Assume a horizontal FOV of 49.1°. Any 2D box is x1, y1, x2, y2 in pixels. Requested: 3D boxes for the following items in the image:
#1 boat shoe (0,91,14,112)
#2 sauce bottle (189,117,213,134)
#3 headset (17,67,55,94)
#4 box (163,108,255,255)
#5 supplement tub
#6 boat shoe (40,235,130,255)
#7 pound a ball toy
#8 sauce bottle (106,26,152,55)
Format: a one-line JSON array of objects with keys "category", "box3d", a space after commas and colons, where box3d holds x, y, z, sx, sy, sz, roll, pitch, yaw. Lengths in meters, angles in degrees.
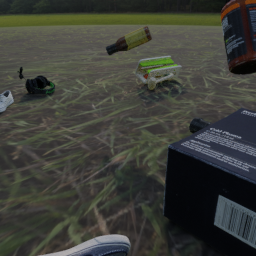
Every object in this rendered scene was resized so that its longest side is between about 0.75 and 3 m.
[{"category": "boat shoe", "box3d": [-4.718, -0.998, 10.431, 0.547, 0.500, 1.521, 3, 25, 6]}, {"category": "sauce bottle", "box3d": [2.694, 0.304, 7.286, 0.788, 0.788, 2.437, -17, 29, -33]}, {"category": "headset", "box3d": [-4.052, -2.045, 12.285, 1.832, 0.861, 1.131, 22, 30, 18]}, {"category": "box", "box3d": [2.603, 1.012, 4.789, 2.704, 1.546, 2.969, -22, 33, -39]}, {"category": "supplement tub", "box3d": [3.760, -3.160, 8.912, 1.424, 2.663, 1.424, -5, -9, -1]}, {"category": "boat shoe", "box3d": [-0.654, 2.065, 3.824, 1.643, 0.613, 0.762, -11, 39, -17]}, {"category": "pound a ball toy", "box3d": [1.491, -2.504, 13.438, 2.435, 1.035, 1.588, -18, 56, -34]}, {"category": "sauce bottle", "box3d": [0.014, -3.216, 10.477, 1.737, 0.573, 0.573, -18, 21, 16]}]
